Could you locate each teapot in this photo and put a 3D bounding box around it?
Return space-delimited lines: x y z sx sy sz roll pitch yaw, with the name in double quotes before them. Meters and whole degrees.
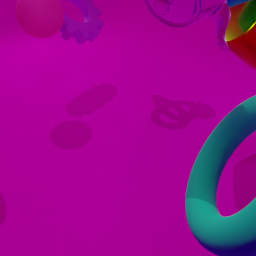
"teapot" 0.519 -1.285 2.612 1.375 0.855 0.673 40 69 -5

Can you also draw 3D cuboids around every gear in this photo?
"gear" -1.641 -3.452 8.249 0.367 1.984 1.984 -28 14 45

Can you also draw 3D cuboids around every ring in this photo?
"ring" 1.067 0.371 2.578 0.321 1.607 1.607 29 39 -9

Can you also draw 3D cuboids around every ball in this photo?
"ball" -2.122 -2.750 6.780 1.116 1.116 1.116 0 38 0

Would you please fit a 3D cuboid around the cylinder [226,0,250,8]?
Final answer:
"cylinder" 2.029 -2.837 4.882 1.179 1.179 1.179 -12 33 24

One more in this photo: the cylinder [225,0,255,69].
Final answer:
"cylinder" 2.551 -1.910 5.644 1.076 1.076 1.076 27 29 -28
